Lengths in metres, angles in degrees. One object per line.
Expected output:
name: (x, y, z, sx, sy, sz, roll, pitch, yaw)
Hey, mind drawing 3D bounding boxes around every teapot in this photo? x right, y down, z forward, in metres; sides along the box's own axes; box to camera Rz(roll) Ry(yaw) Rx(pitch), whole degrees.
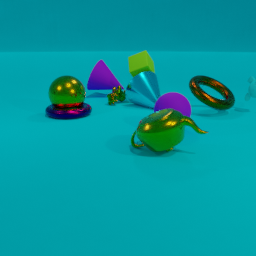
teapot: (0.902, 0.103, 6.770, 1.959, 0.959, 1.218, -17, 15, 27)

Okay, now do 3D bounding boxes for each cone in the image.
cone: (0.980, -1.195, 11.457, 1.629, 1.629, 1.635, -11, 47, -32)
cone: (-0.898, -2.246, 13.712, 1.633, 1.627, 1.627, 27, 21, 4)

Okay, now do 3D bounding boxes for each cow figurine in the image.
cow figurine: (-0.476, -1.362, 12.339, 0.564, 1.011, 1.027, -9, -25, 37)

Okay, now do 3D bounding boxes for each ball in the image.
ball: (-2.245, -1.262, 10.356, 1.354, 1.354, 1.354, 0, 17, 0)
ball: (1.334, -0.517, 8.428, 1.118, 1.118, 1.118, 0, 17, 0)

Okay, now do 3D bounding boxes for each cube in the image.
cube: (0.588, -2.620, 12.011, 0.862, 0.862, 0.862, -16, -30, 22)

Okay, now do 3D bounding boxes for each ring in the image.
ring: (3.187, -1.368, 10.637, 1.889, 0.378, 1.889, 15, 39, -13)
ring: (-2.218, -0.682, 10.514, 1.727, 0.345, 1.727, 0, 17, 0)

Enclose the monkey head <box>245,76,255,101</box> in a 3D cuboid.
monkey head: (4.784, -1.581, 10.599, 0.682, 1.132, 0.815, -25, 61, -33)
